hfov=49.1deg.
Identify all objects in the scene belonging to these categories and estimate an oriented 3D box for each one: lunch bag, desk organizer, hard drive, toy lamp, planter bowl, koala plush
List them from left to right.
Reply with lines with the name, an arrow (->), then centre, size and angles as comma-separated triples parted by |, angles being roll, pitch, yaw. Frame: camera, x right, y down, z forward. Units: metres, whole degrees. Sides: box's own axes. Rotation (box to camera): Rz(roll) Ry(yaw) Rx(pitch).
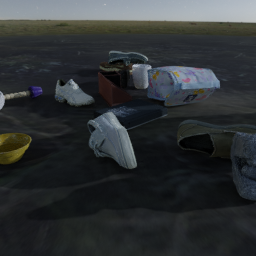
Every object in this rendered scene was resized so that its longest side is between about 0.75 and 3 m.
planter bowl -> -3.017, 0.576, 7.034 | 1.173, 0.489, 1.173 | 0, 22, 0
toy lamp -> -4.536, -1.383, 11.657 | 1.934, 0.563, 0.563 | -20, 30, -38
desk organizer -> -0.584, -1.664, 11.743 | 0.903, 0.970, 2.519 | -7, 24, -16
hard drive -> 0.123, -0.516, 9.794 | 2.173, 0.357, 1.516 | -20, 30, -40
lunch bag -> 2.114, -1.700, 11.205 | 2.030, 1.522, 2.394 | -8, 14, -22
koala plush -> 3.029, 0.670, 5.841 | 1.524, 1.351, 1.400 | 0, 13, 10

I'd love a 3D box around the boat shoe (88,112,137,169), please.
boat shoe -> -0.519, 0.365, 7.212 | 0.955, 0.935, 2.681 | -20, 25, -9

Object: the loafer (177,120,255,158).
loafer -> 2.376, 0.439, 7.043 | 2.503, 0.941, 0.872 | 7, 34, 28

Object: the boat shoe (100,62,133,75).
boat shoe -> -0.696, -3.914, 17.065 | 2.713, 1.004, 1.002 | 19, 30, 39

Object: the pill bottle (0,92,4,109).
pill bottle -> -5.534, -1.116, 10.619 | 1.454, 0.827, 0.827 | 10, 25, 20

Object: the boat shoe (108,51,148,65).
boat shoe -> -0.033, -2.467, 10.251 | 1.525, 0.471, 0.555 | 12, -14, 18

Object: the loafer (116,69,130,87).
loafer -> -0.423, -2.495, 14.093 | 0.821, 0.840, 2.302 | -1, 13, 9

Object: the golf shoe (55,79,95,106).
golf shoe -> -2.206, -1.446, 11.273 | 1.978, 0.962, 0.775 | 15, 25, 29

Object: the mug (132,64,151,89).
mug -> 0.635, -2.533, 13.702 | 0.893, 1.060, 1.209 | -3, 23, -7
